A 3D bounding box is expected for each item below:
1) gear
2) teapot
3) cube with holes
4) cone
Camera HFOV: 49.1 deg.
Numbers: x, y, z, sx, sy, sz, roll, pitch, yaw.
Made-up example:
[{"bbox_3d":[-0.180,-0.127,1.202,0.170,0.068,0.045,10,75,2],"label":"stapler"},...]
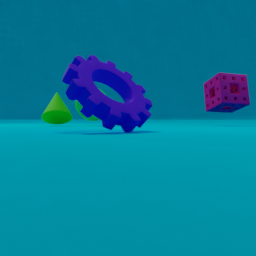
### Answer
[{"bbox_3d":[-0.357,-0.701,5.420,1.781,1.781,0.329,-2,-40,-45],"label":"gear"},{"bbox_3d":[-1.236,-0.893,10.474,1.290,2.075,1.016,-35,8,26],"label":"teapot"},{"bbox_3d":[3.641,-1.277,10.439,1.128,1.128,1.128,2,-13,-14],"label":"cube with holes"},{"bbox_3d":[-2.648,-0.868,10.444,1.112,1.116,1.112,-6,-25,-3],"label":"cone"}]
